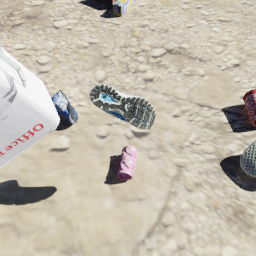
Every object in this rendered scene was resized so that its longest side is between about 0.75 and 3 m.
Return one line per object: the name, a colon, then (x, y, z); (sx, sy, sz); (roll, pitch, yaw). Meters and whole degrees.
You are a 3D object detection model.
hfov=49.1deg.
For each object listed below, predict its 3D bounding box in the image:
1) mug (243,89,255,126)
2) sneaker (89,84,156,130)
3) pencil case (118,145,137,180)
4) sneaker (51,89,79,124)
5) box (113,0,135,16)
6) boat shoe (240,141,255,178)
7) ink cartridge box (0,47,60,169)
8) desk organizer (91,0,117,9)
mug: (3.542, -0.523, 7.414); (0.788, 0.592, 0.888); (1, 52, 3)
sneaker: (-0.096, -0.405, 5.166); (1.355, 0.610, 0.531); (28, 85, -18)
pencil case: (-0.012, 0.796, 6.418); (0.351, 0.336, 0.812); (-17, 43, 29)
sneaker: (-1.726, -0.500, 7.538); (0.476, 0.468, 1.235); (-35, 53, -4)
box: (-0.151, -5.074, 11.446); (0.411, 0.447, 1.277); (21, 52, 17)
boat shoe: (3.903, 0.449, 6.398); (2.802, 0.872, 1.045); (-25, 58, -1)
ink cartridge box: (-1.784, -0.296, 2.659); (1.348, 1.852, 0.778); (-35, 58, 5)
desk organizer: (-0.959, -5.509, 11.838); (1.251, 0.449, 0.482); (31, 53, 24)
